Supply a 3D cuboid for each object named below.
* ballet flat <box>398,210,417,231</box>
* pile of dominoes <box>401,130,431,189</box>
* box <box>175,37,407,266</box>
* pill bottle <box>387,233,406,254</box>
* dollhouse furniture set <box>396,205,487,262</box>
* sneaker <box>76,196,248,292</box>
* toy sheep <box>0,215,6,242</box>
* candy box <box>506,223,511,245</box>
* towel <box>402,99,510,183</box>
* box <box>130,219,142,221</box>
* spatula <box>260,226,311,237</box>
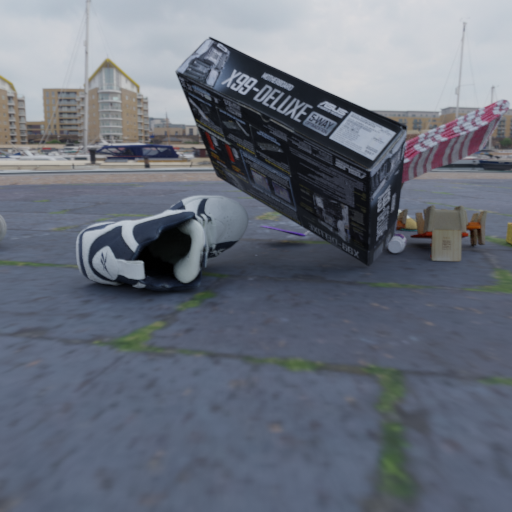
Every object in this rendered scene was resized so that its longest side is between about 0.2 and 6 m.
[{"bbox_3d":[3.504,-0.983,14.605,0.570,0.523,1.659,-11,16,-43],"label":"ballet flat"},{"bbox_3d":[2.306,-2.086,12.085,3.213,0.512,2.504,-6,-22,-20],"label":"pile of dominoes"},{"bbox_3d":[0.629,-1.678,9.558,3.772,0.939,2.974,32,-17,24],"label":"box"},{"bbox_3d":[2.838,-0.241,11.340,0.353,0.353,0.634,4,12,19],"label":"pill bottle"},{"bbox_3d":[3.635,-0.424,11.423,2.040,1.051,2.018,2,0,6],"label":"dollhouse furniture set"},{"bbox_3d":[-0.978,-0.187,8.803,3.167,1.264,2.061,-9,16,-39],"label":"sneaker"},{"bbox_3d":[-5.608,-0.547,11.603,0.884,0.884,1.282,-5,12,-23],"label":"toy sheep"},{"bbox_3d":[5.943,-0.344,11.582,0.970,0.470,1.663,2,13,5],"label":"candy box"},{"bbox_3d":[3.242,-1.839,10.424,2.698,0.404,1.974,-24,-11,6],"label":"towel"},{"bbox_3d":[-2.651,-0.681,13.577,0.469,0.351,0.937,-8,16,-36],"label":"box"},{"bbox_3d":[1.530,-0.620,12.489,2.840,0.292,0.803,-5,6,-14],"label":"spatula"}]
